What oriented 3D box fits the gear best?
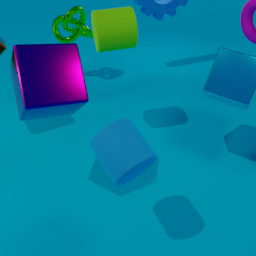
[{"bbox_3d":[1.138,-4.643,9.085,2.091,2.091,0.387,-14,42,-16],"label":"gear"}]

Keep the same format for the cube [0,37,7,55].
[{"bbox_3d":[-3.667,-1.976,6.553,1.068,1.068,1.068,-45,36,1],"label":"cube"}]

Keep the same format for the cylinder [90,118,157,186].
[{"bbox_3d":[-0.071,0.362,4.269,0.756,0.756,0.756,-26,70,-27],"label":"cylinder"}]

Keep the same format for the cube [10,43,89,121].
[{"bbox_3d":[-1.426,-0.792,4.973,1.050,1.050,1.050,-10,85,-26],"label":"cube"}]

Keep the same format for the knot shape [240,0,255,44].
[{"bbox_3d":[3.338,-2.381,5.986,1.825,0.844,1.708,15,2,21],"label":"knot shape"}]

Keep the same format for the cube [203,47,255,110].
[{"bbox_3d":[2.284,-1.026,6.025,0.968,0.968,0.968,23,7,20],"label":"cube"}]

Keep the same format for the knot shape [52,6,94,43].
[{"bbox_3d":[-1.737,-3.325,8.975,1.372,1.284,0.634,1,62,-14],"label":"knot shape"}]

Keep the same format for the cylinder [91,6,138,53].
[{"bbox_3d":[-0.315,-2.232,6.371,0.902,0.902,0.902,-11,42,-9],"label":"cylinder"}]
